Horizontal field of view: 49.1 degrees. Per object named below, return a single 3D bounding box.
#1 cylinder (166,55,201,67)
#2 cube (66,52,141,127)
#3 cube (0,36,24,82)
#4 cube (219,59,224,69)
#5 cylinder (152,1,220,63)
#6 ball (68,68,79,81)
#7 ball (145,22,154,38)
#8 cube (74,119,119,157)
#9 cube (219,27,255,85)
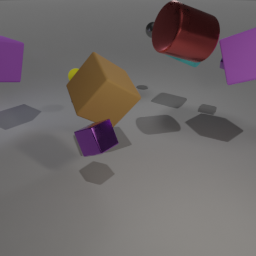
[{"bbox_3d":[2.360,-3.329,11.166,1.400,1.400,1.400,28,37,19],"label":"cylinder"},{"bbox_3d":[-0.745,-1.081,8.313,1.400,1.400,1.400,22,31,-44],"label":"cube"},{"bbox_3d":[-4.642,-2.427,9.643,1.400,1.400,1.400,24,21,31],"label":"cube"},{"bbox_3d":[3.930,-2.571,10.541,0.700,0.700,0.700,25,0,17],"label":"cube"},{"bbox_3d":[1.623,-2.708,8.014,1.400,1.400,1.400,6,23,-28],"label":"cylinder"},{"bbox_3d":[-2.298,-2.290,12.425,0.700,0.700,0.700,0,28,0],"label":"ball"},{"bbox_3d":[1.132,-4.378,12.513,0.700,0.700,0.700,0,28,0],"label":"ball"},{"bbox_3d":[-0.798,0.251,7.128,0.700,0.700,0.700,-13,11,42],"label":"cube"},{"bbox_3d":[3.816,-2.171,8.463,1.400,1.400,1.400,-8,6,44],"label":"cube"}]
